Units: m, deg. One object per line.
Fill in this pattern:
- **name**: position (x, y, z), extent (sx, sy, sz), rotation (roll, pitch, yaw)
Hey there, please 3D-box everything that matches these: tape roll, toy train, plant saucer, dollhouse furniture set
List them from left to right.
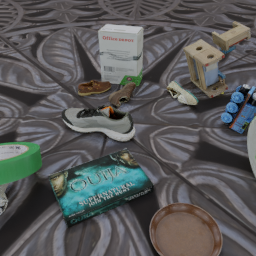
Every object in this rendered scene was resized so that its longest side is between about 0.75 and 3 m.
- **tape roll**: position (-3.764, 0.988, 8.057), extent (2.436, 0.585, 2.436), rotation (-4, 13, 1)
- **plant saucer**: position (1.416, 2.672, 6.978), extent (1.768, 0.304, 1.768), rotation (-1, 39, 1)
- **dollhouse furniture set**: position (4.143, -2.971, 12.190), extent (2.600, 1.833, 1.822), rotation (-28, 42, -1)
- **toy train**: position (4.113, -0.702, 10.088), extent (1.029, 1.800, 0.780), rotation (30, 45, 18)

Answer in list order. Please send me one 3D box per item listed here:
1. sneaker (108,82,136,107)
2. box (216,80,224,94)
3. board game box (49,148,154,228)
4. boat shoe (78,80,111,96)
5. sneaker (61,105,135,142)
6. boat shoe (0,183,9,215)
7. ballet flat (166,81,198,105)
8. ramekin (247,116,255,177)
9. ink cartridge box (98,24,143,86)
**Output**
- **sneaker**: position (-0.111, -1.391, 12.026), extent (0.618, 0.576, 1.636), rotation (42, 54, 15)
- **box**: position (4.204, -1.888, 12.781), extent (0.332, 0.221, 0.882), rotation (7, 40, 9)
- **board game box**: position (-0.810, 1.625, 8.235), extent (2.625, 0.370, 1.776), rotation (-18, 42, -21)
- **boat shoe**: position (-1.476, -1.850, 12.483), extent (1.556, 0.526, 0.560), rotation (-16, 41, -19)
- **sneaker**: position (-1.094, -0.405, 10.196), extent (2.856, 1.133, 1.056), rotation (11, 41, 15)
- **boat shoe**: position (-3.669, 2.037, 7.324), extent (0.883, 0.928, 2.577), rotation (16, 40, 8)
- **ballet flat**: position (2.275, -1.384, 11.997), extent (0.581, 0.628, 1.863), rotation (-37, 41, 0)
- **ramekin**: position (4.414, 0.720, 7.515), extent (1.386, 2.838, 2.838), rotation (-10, 39, -1)
- **ink cartridge box**: position (-0.279, -3.295, 12.717), extent (1.824, 2.488, 1.033), rotation (10, 40, 12)
